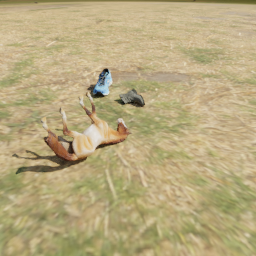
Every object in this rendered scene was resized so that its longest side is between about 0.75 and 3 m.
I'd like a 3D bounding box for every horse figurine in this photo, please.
[{"bbox_3d":[-1.054,0.090,6.789,0.601,1.595,2.407,-22,13,42],"label":"horse figurine"}]

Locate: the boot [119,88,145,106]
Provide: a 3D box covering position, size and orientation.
[{"bbox_3d":[0.132,-0.949,9.609,0.637,0.330,0.976,-27,44,-13],"label":"boot"}]

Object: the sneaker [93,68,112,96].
[{"bbox_3d":[-0.978,-1.745,10.484,0.605,0.694,1.543,3,38,5],"label":"sneaker"}]
